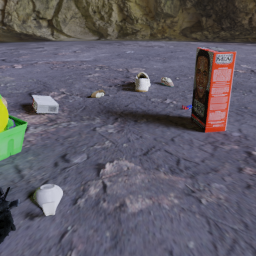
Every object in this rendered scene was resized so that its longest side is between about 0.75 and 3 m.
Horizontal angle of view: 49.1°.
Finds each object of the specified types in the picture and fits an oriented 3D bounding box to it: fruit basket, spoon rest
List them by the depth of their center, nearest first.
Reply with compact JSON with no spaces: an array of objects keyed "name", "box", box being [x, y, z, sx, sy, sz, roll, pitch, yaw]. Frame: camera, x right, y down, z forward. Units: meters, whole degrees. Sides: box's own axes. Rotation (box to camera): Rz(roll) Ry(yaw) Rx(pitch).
[{"name":"spoon rest","box":[-1.630,1.470,5.738,0.608,0.371,1.224,-5,9,-16]},{"name":"fruit basket","box":[-3.716,-0.076,7.154,1.564,2.168,2.168,17,27,30]}]

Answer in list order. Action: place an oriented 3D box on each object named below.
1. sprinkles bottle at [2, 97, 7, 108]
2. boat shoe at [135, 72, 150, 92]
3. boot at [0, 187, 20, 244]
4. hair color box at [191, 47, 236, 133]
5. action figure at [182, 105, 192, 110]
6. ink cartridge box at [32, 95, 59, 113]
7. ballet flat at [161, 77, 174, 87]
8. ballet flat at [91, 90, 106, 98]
[{"name":"sprinkles bottle","box":[-5.033,-0.573,10.193,0.751,0.751,2.202,-3,22,-9]},{"name":"boat shoe","box":[0.811,-2.645,15.308,0.857,0.839,2.419,1,22,2]},{"name":"boot","box":[-3.410,1.494,4.784,2.638,0.976,2.162,-12,25,-36]},{"name":"hair color box","box":[2.818,-1.315,9.494,0.811,2.647,1.344,-4,22,-10]},{"name":"action figure","box":[2.774,-1.039,11.842,0.925,0.458,0.302,-5,22,-19]},{"name":"ink cartridge box","box":[-3.488,-1.002,11.637,0.833,0.385,1.528,1,19,-29]},{"name":"ballet flat","box":[2.209,-2.649,15.913,0.414,0.409,1.216,-9,24,-22]},{"name":"ballet flat","box":[-1.399,-1.634,13.589,0.348,0.326,0.962,29,27,18]}]
